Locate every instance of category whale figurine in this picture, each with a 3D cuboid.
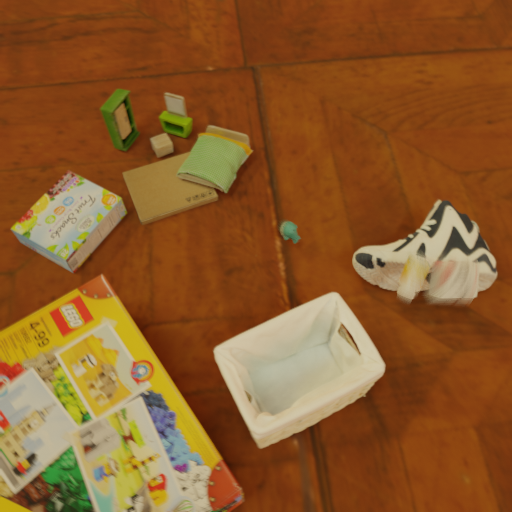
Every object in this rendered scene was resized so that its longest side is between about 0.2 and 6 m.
[{"bbox_3d":[0.671,-0.434,10.555,0.371,0.466,0.242,-49,27,-17],"label":"whale figurine"}]

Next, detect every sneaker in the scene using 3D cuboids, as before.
[{"bbox_3d":[3.079,-0.290,10.500,2.601,1.038,1.692,1,56,3],"label":"sneaker"}]

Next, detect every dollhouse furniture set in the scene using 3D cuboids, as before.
[{"bbox_3d":[-1.624,-2.546,11.626,2.955,1.141,1.477,18,56,14],"label":"dollhouse furniture set"}]

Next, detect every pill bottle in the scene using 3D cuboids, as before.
[{"bbox_3d":[2.510,0.345,8.982,0.364,0.364,0.646,22,85,13],"label":"pill bottle"}]

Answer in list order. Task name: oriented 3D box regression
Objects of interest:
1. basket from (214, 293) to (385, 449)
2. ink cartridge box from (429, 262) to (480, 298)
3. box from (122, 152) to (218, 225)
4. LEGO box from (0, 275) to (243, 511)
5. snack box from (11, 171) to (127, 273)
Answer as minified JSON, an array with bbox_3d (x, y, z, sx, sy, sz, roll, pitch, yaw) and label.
[{"bbox_3d":[0.643,1.881,8.991,2.278,1.405,1.544,-23,62,-14],"label":"basket"},{"bbox_3d":[3.244,0.389,9.135,0.760,0.317,0.552,0,98,-23],"label":"ink cartridge box"},{"bbox_3d":[-1.798,-1.455,11.658,1.655,0.176,1.353,-20,62,-11],"label":"box"},{"bbox_3d":[-2.507,2.764,8.386,2.959,1.533,3.973,-32,65,-17],"label":"LEGO box"},{"bbox_3d":[-3.629,-0.695,10.981,1.416,0.568,1.679,28,64,16],"label":"snack box"}]
